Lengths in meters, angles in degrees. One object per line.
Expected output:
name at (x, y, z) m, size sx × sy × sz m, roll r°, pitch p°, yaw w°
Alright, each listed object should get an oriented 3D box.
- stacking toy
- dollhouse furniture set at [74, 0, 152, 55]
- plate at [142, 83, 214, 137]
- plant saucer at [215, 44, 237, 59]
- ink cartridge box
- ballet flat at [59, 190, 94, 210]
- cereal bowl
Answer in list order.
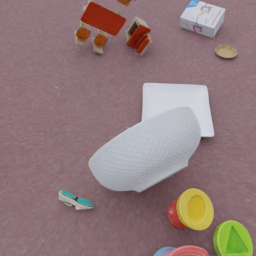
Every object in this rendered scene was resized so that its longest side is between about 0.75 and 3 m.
stacking toy at (1.709, 3.022, 6.790) m, size 2.243 × 1.047 × 2.478 m, roll 32°, pitch 58°, yaw -9°
dollhouse furniture set at (-0.460, -4.040, 11.030) m, size 2.746 × 2.776 × 1.430 m, roll 13°, pitch 48°, yaw -31°
plate at (1.639, -0.599, 9.636) m, size 2.323 × 0.375 × 2.318 m, roll 3°, pitch 53°, yaw 2°
plant saucer at (4.103, -3.179, 11.774) m, size 0.903 × 0.160 × 0.903 m, roll 0°, pitch 52°, yaw 0°
ink cartridge box at (3.364, -4.946, 12.625) m, size 1.644 × 0.696 × 1.188 m, roll 27°, pitch 76°, yaw 18°
ballet flat at (-1.435, 2.024, 7.643) m, size 1.019 × 0.354 × 0.354 m, roll 26°, pitch 55°, yaw 3°
cereal bowl at (0.592, 0.761, 7.147) m, size 2.999 × 2.999 × 1.249 m, roll -24°, pitch 76°, yaw -18°
